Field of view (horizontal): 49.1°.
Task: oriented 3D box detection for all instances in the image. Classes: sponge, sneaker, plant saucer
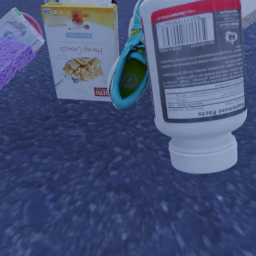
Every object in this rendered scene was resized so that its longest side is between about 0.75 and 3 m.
[{"bbox_3d":[-3.358,-1.129,6.237,1.371,0.367,2.458,19,58,24],"label":"sponge"},{"bbox_3d":[0.407,-1.593,5.475,1.068,2.756,1.097,21,15,-7],"label":"sneaker"},{"bbox_3d":[-3.271,-2.801,8.505,1.335,1.335,0.338,-32,24,-32],"label":"plant saucer"}]

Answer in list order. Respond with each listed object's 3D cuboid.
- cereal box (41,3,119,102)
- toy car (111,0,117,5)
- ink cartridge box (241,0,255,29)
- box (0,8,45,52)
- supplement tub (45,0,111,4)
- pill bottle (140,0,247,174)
[{"bbox_3d":[-1.067,-1.773,6.857,1.687,2.345,0.463,4,35,9],"label":"cereal box"},{"bbox_3d":[-1.237,-3.739,8.836,0.865,1.275,2.599,-5,45,33],"label":"toy car"},{"bbox_3d":[2.155,-3.221,7.496,1.851,2.956,1.900,61,30,2],"label":"ink cartridge box"},{"bbox_3d":[-3.118,-2.363,7.580,1.268,1.119,0.613,-36,28,8],"label":"box"},{"bbox_3d":[-1.480,-3.782,8.083,1.420,1.420,1.963,-23,36,-25],"label":"supplement tub"},{"bbox_3d":[1.111,-0.729,4.601,1.524,2.754,1.524,-8,14,2],"label":"pill bottle"}]
